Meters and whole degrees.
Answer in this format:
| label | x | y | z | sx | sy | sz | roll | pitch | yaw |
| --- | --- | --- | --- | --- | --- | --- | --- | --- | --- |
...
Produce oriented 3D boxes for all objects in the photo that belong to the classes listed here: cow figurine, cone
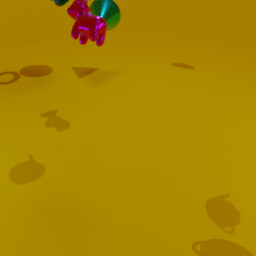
| label | x | y | z | sx | sy | sz | roll | pitch | yaw |
| --- | --- | --- | --- | --- | --- | --- | --- | --- | --- |
| cow figurine | -0.790 | -2.143 | 5.541 | 0.968 | 0.953 | 0.531 | 14 | -2 | 27 |
| cone | -0.835 | -3.419 | 8.880 | 1.079 | 1.079 | 1.083 | 4 | 41 | 6 |

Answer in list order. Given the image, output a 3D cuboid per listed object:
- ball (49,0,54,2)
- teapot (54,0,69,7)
| label | x | y | z | sx | sy | sz | roll | pitch | yaw |
| --- | --- | --- | --- | --- | --- | --- | --- | --- | --- |
| ball | -2.130 | -4.318 | 8.177 | 1.172 | 1.172 | 1.172 | 0 | 34 | 0 |
| teapot | -0.476 | -1.801 | 2.906 | 0.576 | 1.176 | 0.731 | 20 | -4 | 45 |
